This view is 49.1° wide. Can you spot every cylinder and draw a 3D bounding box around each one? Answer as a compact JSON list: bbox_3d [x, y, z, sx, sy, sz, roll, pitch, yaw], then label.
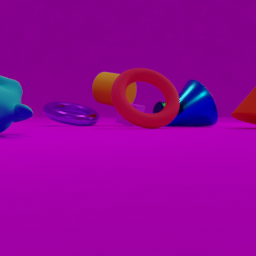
[{"bbox_3d":[1.632,-0.607,11.411,0.923,0.923,0.923,-1,3,-28],"label":"cylinder"},{"bbox_3d":[-0.492,-1.383,10.206,1.180,1.180,1.180,16,11,35],"label":"cylinder"}]

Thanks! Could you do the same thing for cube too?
[{"bbox_3d":[0.091,-0.471,9.594,0.701,0.701,0.701,12,8,28],"label":"cube"}]

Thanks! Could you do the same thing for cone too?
[{"bbox_3d":[1.622,-0.432,8.813,1.657,1.651,1.651,-28,8,-10],"label":"cone"},{"bbox_3d":[3.790,-0.924,7.698,1.511,1.517,1.511,15,-4,1],"label":"cone"}]

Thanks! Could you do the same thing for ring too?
[{"bbox_3d":[-1.986,-0.520,9.885,1.978,0.396,1.978,12,15,-3],"label":"ring"},{"bbox_3d":[0.497,-0.857,7.724,1.954,1.954,0.391,-1,-29,-17],"label":"ring"}]

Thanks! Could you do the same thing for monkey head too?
[{"bbox_3d":[-2.112,-0.235,4.603,1.531,0.922,1.101,-13,-39,13],"label":"monkey head"}]
